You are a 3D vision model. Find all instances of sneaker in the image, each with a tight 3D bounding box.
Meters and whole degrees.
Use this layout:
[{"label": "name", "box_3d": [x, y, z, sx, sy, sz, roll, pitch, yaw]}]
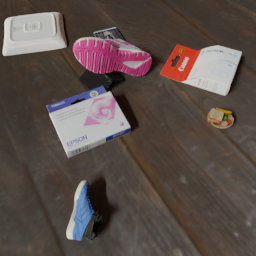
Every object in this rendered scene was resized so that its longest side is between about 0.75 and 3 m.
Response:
[{"label": "sneaker", "box_3d": [-0.991, 2.145, 7.314, 0.853, 0.588, 1.533, 4, 57, 10]}, {"label": "sneaker", "box_3d": [-0.649, -2.724, 10.466, 2.936, 1.194, 1.295, 7, 30, -27]}]

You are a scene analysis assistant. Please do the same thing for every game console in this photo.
[{"label": "game console", "box_3d": [-0.997, -1.844, 10.627, 1.274, 0.741, 1.120, 41, 33, 26]}]

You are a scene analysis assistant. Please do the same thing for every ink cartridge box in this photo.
[{"label": "ink cartridge box", "box_3d": [2.835, -2.496, 10.804, 2.615, 0.618, 2.093, 22, 56, 14]}, {"label": "ink cartridge box", "box_3d": [-1.351, -0.395, 9.199, 2.171, 0.479, 2.212, -23, 64, -16]}]

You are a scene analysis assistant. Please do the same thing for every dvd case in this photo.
[{"label": "dvd case", "box_3d": [-0.793, -3.890, 12.169, 1.059, 0.114, 1.424, -18, 55, -13]}]

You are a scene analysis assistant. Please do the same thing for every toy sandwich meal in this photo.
[{"label": "toy sandwich meal", "box_3d": [3.020, -0.353, 9.117, 0.850, 0.291, 0.850, -3, 53, 4]}]

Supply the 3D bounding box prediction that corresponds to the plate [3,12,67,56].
[{"label": "plate", "box_3d": [-4.138, -4.289, 12.279, 2.656, 0.429, 2.650, -10, 54, -7]}]
